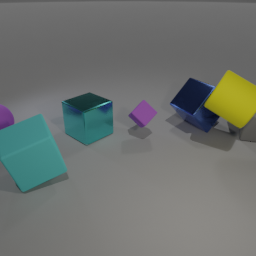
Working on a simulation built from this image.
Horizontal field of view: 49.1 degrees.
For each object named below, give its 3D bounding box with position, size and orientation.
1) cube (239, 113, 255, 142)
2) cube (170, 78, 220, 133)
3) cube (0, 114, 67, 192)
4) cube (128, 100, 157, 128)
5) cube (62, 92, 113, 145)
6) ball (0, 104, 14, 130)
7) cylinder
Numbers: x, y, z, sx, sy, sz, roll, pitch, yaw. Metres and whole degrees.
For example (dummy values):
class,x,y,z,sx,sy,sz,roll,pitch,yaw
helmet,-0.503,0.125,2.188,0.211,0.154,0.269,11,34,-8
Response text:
class,x,y,z,sx,sy,sz,roll,pitch,yaw
cube,5.001,-0.423,10.444,1.400,1.400,1.400,6,50,14
cube,2.844,-0.926,11.273,1.400,1.400,1.400,-52,42,-1
cube,-2.802,0.693,8.176,1.400,1.400,1.400,-25,39,-13
cube,0.541,-0.513,10.424,0.700,0.700,0.700,-47,3,-12
cube,-1.540,-0.404,10.865,1.400,1.400,1.400,24,36,38
ball,-4.989,-0.220,10.442,1.400,1.400,1.400,0,28,0
cylinder,3.467,-0.938,9.150,1.400,1.400,1.400,34,37,10
